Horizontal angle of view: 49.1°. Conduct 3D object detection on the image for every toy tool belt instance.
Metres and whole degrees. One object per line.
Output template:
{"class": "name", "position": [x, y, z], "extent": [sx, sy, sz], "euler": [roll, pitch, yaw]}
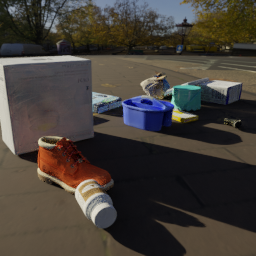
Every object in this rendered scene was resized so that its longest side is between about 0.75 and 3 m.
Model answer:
{"class": "toy tool belt", "position": [1.615, -2.191, 14.044], "extent": [1.295, 1.316, 2.108], "euler": [-36, -4, 22]}

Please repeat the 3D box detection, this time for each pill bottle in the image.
{"class": "pill bottle", "position": [-0.671, 1.586, 5.883], "extent": [0.615, 0.615, 1.076], "euler": [-9, 21, -25]}

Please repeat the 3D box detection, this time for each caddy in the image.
{"class": "caddy", "position": [0.831, -0.758, 11.826], "extent": [2.344, 1.230, 1.657], "euler": [16, 26, 39]}

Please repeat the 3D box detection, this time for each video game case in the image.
{"class": "video game case", "position": [3.244, -2.377, 16.678], "extent": [2.328, 0.281, 2.554], "euler": [-16, 2, 44]}

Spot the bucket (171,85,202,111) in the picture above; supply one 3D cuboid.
{"class": "bucket", "position": [3.008, -1.579, 14.442], "extent": [1.642, 1.068, 1.642], "euler": [0, 18, 0]}

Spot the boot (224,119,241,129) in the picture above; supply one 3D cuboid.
{"class": "boot", "position": [4.276, -0.195, 11.607], "extent": [0.654, 0.313, 0.866], "euler": [11, 16, 34]}

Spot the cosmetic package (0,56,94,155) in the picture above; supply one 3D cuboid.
{"class": "cosmetic package", "position": [-2.848, -0.922, 9.712], "extent": [2.864, 2.873, 1.766], "euler": [-13, 25, -33]}

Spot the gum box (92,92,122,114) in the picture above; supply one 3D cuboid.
{"class": "gum box", "position": [-1.739, -1.370, 14.740], "extent": [2.170, 0.483, 1.843], "euler": [14, 24, 34]}

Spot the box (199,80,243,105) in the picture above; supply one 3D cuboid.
{"class": "box", "position": [5.256, -2.058, 15.976], "extent": [1.751, 0.999, 1.904], "euler": [17, 26, 42]}

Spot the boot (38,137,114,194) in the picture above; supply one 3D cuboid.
{"class": "boot", "position": [-1.391, 0.892, 7.031], "extent": [2.285, 1.225, 0.857], "euler": [11, 20, 25]}

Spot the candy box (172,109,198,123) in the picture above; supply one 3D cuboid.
{"class": "candy box", "position": [2.243, -0.616, 12.921], "extent": [0.936, 0.242, 1.831], "euler": [-13, 23, -31]}
